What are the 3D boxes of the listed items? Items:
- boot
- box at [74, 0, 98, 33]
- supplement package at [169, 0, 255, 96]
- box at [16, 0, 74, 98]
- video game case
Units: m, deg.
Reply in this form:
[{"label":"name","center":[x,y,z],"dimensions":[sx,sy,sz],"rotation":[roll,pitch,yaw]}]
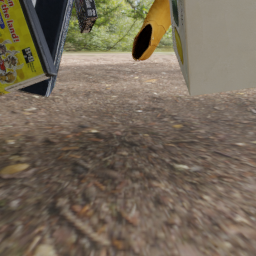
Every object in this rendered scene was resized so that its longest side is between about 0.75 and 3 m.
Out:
[{"label":"boot","center":[0.862,-3.347,9.071],"dimensions":[0.880,2.500,1.790],"rotation":[24,17,4]},{"label":"box","center":[-1.115,-3.097,7.221],"dimensions":[0.300,0.950,1.204],"rotation":[-12,4,-16]},{"label":"supplement package","center":[2.005,-2.336,5.352],"dimensions":[2.236,2.252,2.968],"rotation":[-7,30,7]},{"label":"box","center":[-1.924,-1.833,5.195],"dimensions":[1.503,2.084,2.807],"rotation":[12,9,-15]},{"label":"video game case","center":[-1.930,-1.228,3.111],"dimensions":[1.770,1.959,0.250],"rotation":[-18,4,8]}]
